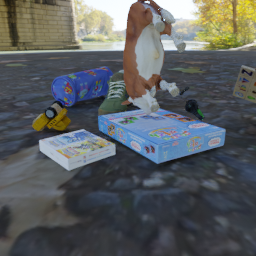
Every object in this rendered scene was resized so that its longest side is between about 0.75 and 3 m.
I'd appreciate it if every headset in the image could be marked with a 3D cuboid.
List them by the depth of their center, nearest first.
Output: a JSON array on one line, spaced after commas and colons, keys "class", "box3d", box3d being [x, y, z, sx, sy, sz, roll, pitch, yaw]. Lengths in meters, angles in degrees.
[{"class": "headset", "box3d": [1.690, -0.610, 7.233, 0.913, 0.429, 0.564, 48, 21, 2]}]

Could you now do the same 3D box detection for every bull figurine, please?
[{"class": "bull figurine", "box3d": [0.451, -1.406, 6.472, 0.949, 2.915, 1.770, -17, 33, -21]}]

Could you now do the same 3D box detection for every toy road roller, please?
[{"class": "toy road roller", "box3d": [-2.086, -0.202, 7.844, 1.008, 0.736, 0.620, -35, 16, 26]}]

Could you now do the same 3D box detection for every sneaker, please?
[{"class": "sneaker", "box3d": [-0.407, -1.286, 9.797, 0.966, 1.294, 2.882, 4, 22, 11]}]

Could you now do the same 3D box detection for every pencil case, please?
[{"class": "pencil case", "box3d": [-1.661, -1.657, 11.128, 1.136, 1.264, 2.910, 28, 30, 21]}]

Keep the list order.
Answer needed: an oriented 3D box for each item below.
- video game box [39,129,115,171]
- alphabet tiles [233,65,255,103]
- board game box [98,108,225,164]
[{"class": "video game box", "box3d": [-1.169, 0.442, 6.390, 1.220, 0.313, 1.339, -19, 27, -38]}, {"class": "alphabet tiles", "box3d": [4.018, -1.192, 7.684, 1.947, 0.088, 2.329, 23, -18, 19]}, {"class": "board game box", "box3d": [0.734, 0.038, 7.180, 2.022, 0.489, 2.673, -10, 19, -30]}]
